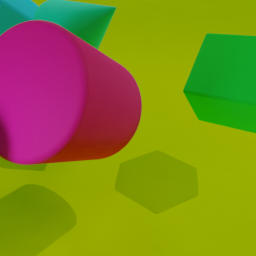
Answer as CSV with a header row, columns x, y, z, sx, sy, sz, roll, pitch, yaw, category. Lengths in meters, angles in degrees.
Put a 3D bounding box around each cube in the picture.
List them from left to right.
x,y,z,sx,sy,sz,roll,pitch,yaw,category
-2.630,-2.093,5.880,1.397,1.397,1.397,22,29,-57,cube
1.658,-0.686,4.383,1.074,1.074,1.074,16,76,32,cube

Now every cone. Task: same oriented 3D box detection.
x,y,z,sx,sy,sz,roll,pitch,yaw,category
-0.604,-1.607,4.314,1.240,1.236,1.236,-8,23,45,cone

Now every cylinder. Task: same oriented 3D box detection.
x,y,z,sx,sy,sz,roll,pitch,yaw,category
-0.716,-0.306,3.271,1.395,1.395,1.395,19,4,23,cylinder
